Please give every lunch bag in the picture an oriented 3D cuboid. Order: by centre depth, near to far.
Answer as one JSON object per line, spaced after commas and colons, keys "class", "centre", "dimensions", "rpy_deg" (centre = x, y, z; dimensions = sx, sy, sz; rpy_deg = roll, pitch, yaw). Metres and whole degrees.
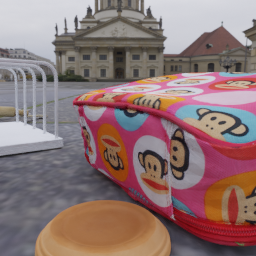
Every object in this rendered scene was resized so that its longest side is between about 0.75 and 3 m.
{"class": "lunch bag", "centre": [0.941, -0.090, 3.424], "dimensions": [2.529, 1.176, 2.871], "rpy_deg": [-19, 20, -29]}

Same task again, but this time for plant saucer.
{"class": "plant saucer", "centre": [-0.188, 0.822, 2.201], "dimensions": [1.043, 0.195, 1.043], "rpy_deg": [-1, 9, 0]}

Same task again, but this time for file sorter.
{"class": "file sorter", "centre": [-2.725, -0.513, 5.711], "dimensions": [1.811, 1.625, 2.611], "rpy_deg": [-6, 11, -38]}

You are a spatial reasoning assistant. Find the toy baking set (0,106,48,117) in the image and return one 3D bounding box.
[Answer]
{"class": "toy baking set", "centre": [-3.890, -0.536, 8.994], "dimensions": [2.588, 0.301, 1.986], "rpy_deg": [1, 4, -18]}
